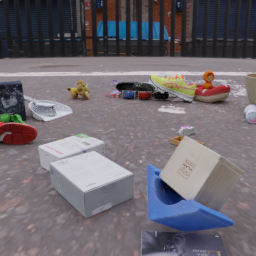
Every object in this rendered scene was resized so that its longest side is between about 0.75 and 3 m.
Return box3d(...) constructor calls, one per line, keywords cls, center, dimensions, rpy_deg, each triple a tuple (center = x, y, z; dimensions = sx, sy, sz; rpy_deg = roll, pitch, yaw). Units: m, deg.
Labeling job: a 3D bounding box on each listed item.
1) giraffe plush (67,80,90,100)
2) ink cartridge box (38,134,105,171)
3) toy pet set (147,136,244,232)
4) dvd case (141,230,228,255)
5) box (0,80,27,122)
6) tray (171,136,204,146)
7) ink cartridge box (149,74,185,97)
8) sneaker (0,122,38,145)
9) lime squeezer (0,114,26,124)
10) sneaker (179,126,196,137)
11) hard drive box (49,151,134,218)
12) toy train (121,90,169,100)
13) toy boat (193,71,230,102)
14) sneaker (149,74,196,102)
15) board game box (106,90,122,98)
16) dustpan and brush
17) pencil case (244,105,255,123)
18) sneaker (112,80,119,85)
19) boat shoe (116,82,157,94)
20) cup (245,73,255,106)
box3d(cls="giraffe plush", center=(-2.847, -2.080, 15.833), dimensions=(1.047, 1.114, 1.291), rpy_deg=(-18, 25, 13))
box3d(cls="ink cartridge box", center=(-1.522, 0.713, 7.690), dimensions=(1.068, 0.619, 1.475), rpy_deg=(17, 25, 41))
box3d(cls="toy pet set", center=(1.764, 1.471, 5.119), dimensions=(2.651, 1.508, 2.839), rpy_deg=(30, 3, -35))
box3d(cls="dvd case", center=(0.858, 2.162, 4.062), dimensions=(1.383, 0.149, 1.860), rpy_deg=(2, 19, 4))
box3d(cls="box", center=(-5.148, -1.091, 11.614), dimensions=(1.571, 1.598, 0.938), rpy_deg=(-9, 20, -23))
box3d(cls="tray", center=(1.912, 0.503, 9.061), dimensions=(0.478, 0.180, 0.970), rpy_deg=(-17, 24, -41))
box3d(cls="ink cartridge box", center=(2.318, -2.465, 16.347), dimensions=(2.115, 1.225, 0.706), rpy_deg=(7, 14, 20))
box3d(cls="sneaker", center=(-4.018, 0.036, 9.537), dimensions=(2.031, 0.796, 1.173), rpy_deg=(0, 19, -3))
box3d(cls="lime squeezer", center=(-4.770, -0.260, 11.108), dimensions=(2.225, 0.420, 0.786), rpy_deg=(7, 39, 8))
box3d(cls="sneaker", center=(1.995, 0.118, 10.098), dimensions=(0.877, 0.318, 0.500), rpy_deg=(-7, 12, -43))
box3d(cls="hard drive box", center=(-0.843, 1.170, 6.307), dimensions=(1.253, 0.617, 1.608), rpy_deg=(-14, 23, -36))
box3d(cls="toy train", center=(0.890, -1.819, 15.598), dimensions=(2.758, 0.470, 0.632), rpy_deg=(4, 18, 12))
box3d(cls="toy boat", center=(4.404, -2.326, 15.338), dimensions=(1.582, 1.585, 2.425), rpy_deg=(-14, 22, -34))
box3d(cls="sneaker", center=(2.446, -2.415, 15.012), dimensions=(2.650, 1.197, 1.036), rpy_deg=(22, 17, -5))
box3d(cls="board game box", center=(-0.602, -2.079, 16.924), dimensions=(0.835, 0.158, 1.623), rpy_deg=(8, 20, 20))
box3d(cls="dustpan and brush", center=(-4.032, -1.016, 12.756), dimensions=(2.565, 0.734, 1.790), rpy_deg=(11, 21, 29))
box3d(cls="pencil case", center=(5.256, -0.605, 11.833), dimensions=(0.577, 0.528, 1.271), rpy_deg=(13, 22, 14))
box3d(cls="sneaker", center=(-0.838, -3.270, 20.193), dimensions=(0.844, 0.373, 0.339), rpy_deg=(15, 22, 34))
box3d(cls="boat shoe", center=(0.432, -2.277, 16.252), dimensions=(2.404, 0.825, 0.681), rpy_deg=(4, 7, 13))
box3d(cls="cup", center=(6.425, -1.462, 12.529), dimensions=(2.409, 1.723, 2.409), rpy_deg=(0, 17, 0))
